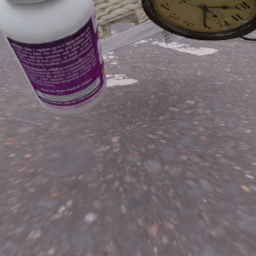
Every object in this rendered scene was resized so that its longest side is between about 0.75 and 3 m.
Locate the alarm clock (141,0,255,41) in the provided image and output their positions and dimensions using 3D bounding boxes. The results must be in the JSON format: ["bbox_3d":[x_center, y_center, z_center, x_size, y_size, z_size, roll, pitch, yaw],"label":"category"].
[{"bbox_3d":[1.398,-2.030,4.422,2.746,0.914,1.852,20,-9,-37],"label":"alarm clock"}]

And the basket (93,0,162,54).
[{"bbox_3d":[-0.411,-3.301,6.847,1.824,1.660,2.691,-18,43,7],"label":"basket"}]

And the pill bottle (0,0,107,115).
[{"bbox_3d":[-1.037,-1.308,3.976,1.273,2.268,1.273,-2,58,3],"label":"pill bottle"}]

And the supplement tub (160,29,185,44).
[{"bbox_3d":[1.517,-3.903,8.834,1.559,2.160,1.559,-18,14,5],"label":"supplement tub"}]
